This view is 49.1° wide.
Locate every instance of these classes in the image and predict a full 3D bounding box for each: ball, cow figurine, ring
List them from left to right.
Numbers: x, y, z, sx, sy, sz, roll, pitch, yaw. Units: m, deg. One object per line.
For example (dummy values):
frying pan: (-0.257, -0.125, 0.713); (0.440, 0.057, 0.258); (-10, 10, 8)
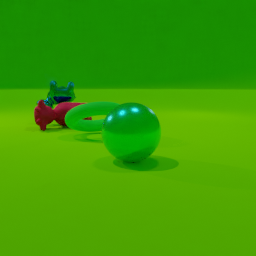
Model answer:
cow figurine: (-2.368, -0.928, 9.315); (1.271, 1.251, 0.698); (2, 3, -13)
cow figurine: (-1.990, -0.417, 8.541); (1.643, 0.902, 1.617); (-3, 3, 10)
ring: (-0.788, -0.257, 7.143); (1.610, 0.322, 1.610); (-8, -17, -2)
ball: (0.058, 0.074, 4.825); (1.026, 1.026, 1.026); (0, 9, 0)
